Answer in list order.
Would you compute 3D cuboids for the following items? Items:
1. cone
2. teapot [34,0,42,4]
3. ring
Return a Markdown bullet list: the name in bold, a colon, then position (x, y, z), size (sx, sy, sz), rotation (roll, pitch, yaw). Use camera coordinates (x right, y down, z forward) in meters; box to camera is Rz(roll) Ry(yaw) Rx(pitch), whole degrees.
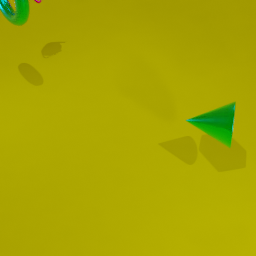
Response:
- **cone**: position (1.671, -0.112, 5.797), size (0.955, 0.952, 0.952), rotation (7, 47, 19)
- **teapot**: position (-2.283, -4.258, 7.887), size (0.754, 1.540, 0.958), rotation (27, 6, -16)
- **ring**: position (-2.751, -3.123, 6.435), size (0.300, 1.498, 1.498), rotation (-32, 55, -32)
